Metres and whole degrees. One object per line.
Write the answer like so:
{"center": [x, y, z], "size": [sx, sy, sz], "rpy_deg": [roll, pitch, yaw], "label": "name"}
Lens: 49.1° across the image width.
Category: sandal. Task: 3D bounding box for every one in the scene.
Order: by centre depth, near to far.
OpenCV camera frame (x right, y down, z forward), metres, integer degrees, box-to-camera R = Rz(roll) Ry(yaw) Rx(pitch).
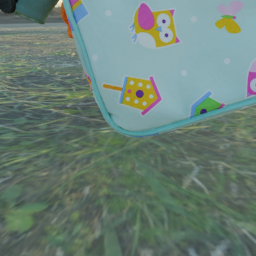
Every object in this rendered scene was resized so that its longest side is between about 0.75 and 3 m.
{"center": [-2.884, -3.188, 6.364], "size": [0.532, 0.836, 2.224], "rpy_deg": [-28, 42, -23], "label": "sandal"}

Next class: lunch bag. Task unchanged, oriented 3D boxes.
{"center": [0.508, -1.434, 2.957], "size": [2.343, 2.922, 1.126], "rpy_deg": [-17, 6, -2], "label": "lunch bag"}

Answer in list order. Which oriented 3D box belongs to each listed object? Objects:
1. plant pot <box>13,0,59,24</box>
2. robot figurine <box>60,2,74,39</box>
{"center": [-2.754, -4.089, 7.835], "size": [2.055, 1.931, 2.055], "rpy_deg": [21, 10, -4], "label": "plant pot"}
{"center": [-0.951, -3.578, 7.603], "size": [1.477, 2.533, 1.822], "rpy_deg": [2, -20, 21], "label": "robot figurine"}
